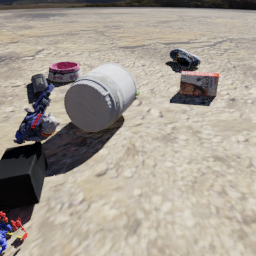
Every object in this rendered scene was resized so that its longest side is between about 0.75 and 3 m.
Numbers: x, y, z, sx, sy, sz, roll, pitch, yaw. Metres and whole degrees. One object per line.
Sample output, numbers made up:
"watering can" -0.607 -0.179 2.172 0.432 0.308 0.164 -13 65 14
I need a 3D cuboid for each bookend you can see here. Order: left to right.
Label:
"bookend" -2.964 1.139 6.668 1.760 0.811 1.749 -11 23 -6

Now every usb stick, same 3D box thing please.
"usb stick" -3.968 -1.909 12.635 0.698 0.410 2.517 -16 32 -15

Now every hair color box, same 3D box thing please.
"hair color box" 3.077 -1.940 12.180 1.602 0.888 0.512 5 29 11

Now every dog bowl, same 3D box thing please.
"dog bowl" -3.178 -2.848 14.083 1.761 0.649 1.761 1 29 0

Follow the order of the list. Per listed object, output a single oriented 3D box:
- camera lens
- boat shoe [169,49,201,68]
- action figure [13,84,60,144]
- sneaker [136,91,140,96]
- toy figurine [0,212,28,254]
"camera lens" -0.865 -1.105 9.637 1.843 1.843 2.304 11 31 20
"boat shoe" 3.005 -4.012 16.021 1.003 0.782 2.210 -18 35 -36
"action figure" -2.351 -0.220 7.584 1.756 0.949 1.815 4 60 49
"sneaker" 0.087 -1.587 12.157 0.437 0.388 1.046 -9 31 -43
"toy figurine" -2.635 2.034 5.267 1.241 0.655 0.743 10 36 18
